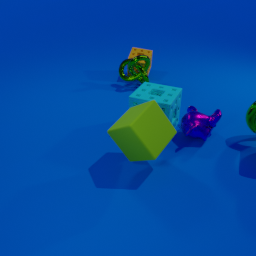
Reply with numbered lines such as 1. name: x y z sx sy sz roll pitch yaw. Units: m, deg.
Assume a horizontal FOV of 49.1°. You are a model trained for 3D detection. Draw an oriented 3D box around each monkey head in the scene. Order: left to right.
1. monkey head: 2.070 -0.208 8.081 0.931 1.112 1.546 28 35 -5

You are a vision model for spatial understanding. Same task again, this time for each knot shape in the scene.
1. knot shape: 0.240 -2.306 11.189 1.306 1.396 0.645 6 43 19

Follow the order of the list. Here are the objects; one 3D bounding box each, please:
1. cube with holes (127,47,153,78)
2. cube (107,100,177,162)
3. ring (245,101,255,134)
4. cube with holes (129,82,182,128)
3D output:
1. cube with holes: 0.506 -2.794 12.108 0.885 0.885 0.885 13 55 9
2. cube: 0.333 0.094 6.711 1.005 1.005 1.005 -47 18 -31
3. ring: 4.128 -0.289 7.745 1.627 1.627 0.325 9 48 14
4. cube with holes: 0.826 -0.521 8.480 1.222 1.222 1.222 14 34 21
